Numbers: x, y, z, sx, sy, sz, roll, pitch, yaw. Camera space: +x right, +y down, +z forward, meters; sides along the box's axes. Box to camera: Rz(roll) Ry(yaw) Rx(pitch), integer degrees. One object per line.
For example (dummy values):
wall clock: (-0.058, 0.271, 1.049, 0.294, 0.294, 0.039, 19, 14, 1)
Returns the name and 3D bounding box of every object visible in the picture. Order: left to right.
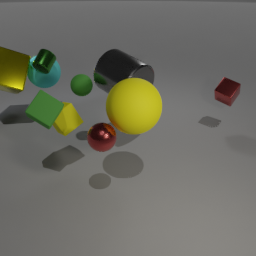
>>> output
cube: (-4.748, -2.215, 10.881, 1.400, 1.400, 1.400, 13, -6, -30)
ball: (-3.569, -2.397, 11.884, 1.400, 1.400, 1.400, 0, 28, 0)
cylinder: (-3.250, -2.587, 10.892, 0.700, 0.700, 0.700, 12, 68, 22)
cube: (-2.176, -0.464, 7.343, 0.700, 0.700, 0.700, 33, -15, -10)
cube: (-1.878, -0.281, 8.274, 0.700, 0.700, 0.700, -40, 26, -20)
ball: (-1.467, -1.353, 8.858, 0.700, 0.700, 0.700, 0, 28, 0)
ball: (-0.618, 0.219, 6.640, 0.700, 0.700, 0.700, 0, 28, 0)
cylinder: (-0.126, -1.594, 8.852, 1.400, 1.400, 1.400, 35, 42, 30)
ball: (0.146, -0.536, 6.972, 1.400, 1.400, 1.400, 0, 28, 0)
cube: (3.807, -1.387, 10.738, 0.700, 0.700, 0.700, 32, 79, 28)
